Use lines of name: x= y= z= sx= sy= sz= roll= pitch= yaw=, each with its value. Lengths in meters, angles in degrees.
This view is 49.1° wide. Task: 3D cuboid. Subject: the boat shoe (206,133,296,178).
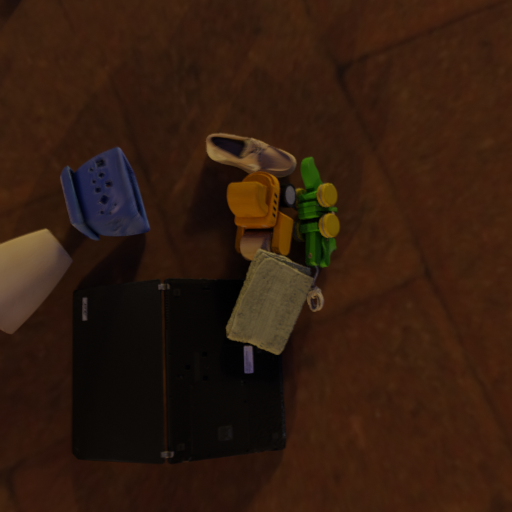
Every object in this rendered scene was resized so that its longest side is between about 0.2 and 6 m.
boat shoe: x=-0.086 y=-1.642 z=9.040 sx=1.485 sy=0.482 sz=0.536 roll=16 pitch=80 yaw=3

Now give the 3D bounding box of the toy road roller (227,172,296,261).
toy road roller: x=-0.003 y=-0.619 z=8.506 sx=0.817 sy=0.971 sz=1.330 roll=1 pitch=81 yaw=34

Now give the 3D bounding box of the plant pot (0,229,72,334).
plant pot: x=-3.500 y=0.246 z=8.371 sx=1.347 sy=1.262 sz=1.262 roll=-40 pitch=82 yaw=-12

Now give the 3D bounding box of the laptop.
laptop: x=-1.206 y=1.715 z=8.618 sx=2.933 sy=1.515 sz=2.599 roll=2 pitch=79 yaw=-26

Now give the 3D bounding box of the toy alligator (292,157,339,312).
toy alligator: x=1.021 y=-0.340 z=8.787 sx=0.645 sy=0.704 sz=2.376 roll=0 pitch=85 yaw=-44

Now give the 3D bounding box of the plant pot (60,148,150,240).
plant pot: x=-2.319 y=-0.865 z=8.563 sx=1.003 sy=1.115 sz=1.115 roll=-16 pitch=79 yaw=-4

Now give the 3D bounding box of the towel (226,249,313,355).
towel: x=0.208 y=0.692 z=8.369 sx=1.057 sy=0.260 sz=1.424 roll=23 pitch=86 yaw=-23
